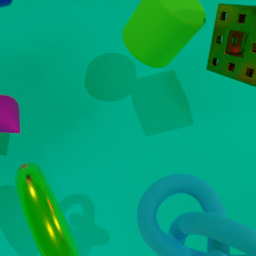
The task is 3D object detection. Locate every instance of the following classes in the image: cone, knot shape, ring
[{"bbox_3d":[-2.417,-0.100,5.704,0.882,0.879,0.879,33,77,33],"label":"cone"},{"bbox_3d":[0.961,1.413,3.387,1.576,0.778,1.684,-9,90,39],"label":"knot shape"},{"bbox_3d":[-1.131,1.416,4.120,0.390,1.952,1.952,-24,76,-17],"label":"ring"}]

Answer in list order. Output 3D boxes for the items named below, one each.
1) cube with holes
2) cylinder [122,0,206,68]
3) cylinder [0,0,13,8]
[{"bbox_3d":[2.462,-1.589,5.231,1.246,1.246,1.246,-10,119,-26],"label":"cube with holes"},{"bbox_3d":[0.736,-2.189,5.966,1.311,1.311,1.311,17,54,-24],"label":"cylinder"},{"bbox_3d":[-2.742,-2.497,4.352,1.382,1.382,1.382,-25,76,-23],"label":"cylinder"}]
